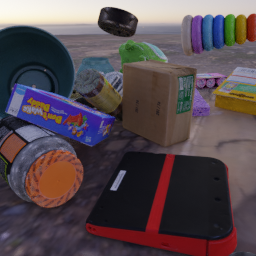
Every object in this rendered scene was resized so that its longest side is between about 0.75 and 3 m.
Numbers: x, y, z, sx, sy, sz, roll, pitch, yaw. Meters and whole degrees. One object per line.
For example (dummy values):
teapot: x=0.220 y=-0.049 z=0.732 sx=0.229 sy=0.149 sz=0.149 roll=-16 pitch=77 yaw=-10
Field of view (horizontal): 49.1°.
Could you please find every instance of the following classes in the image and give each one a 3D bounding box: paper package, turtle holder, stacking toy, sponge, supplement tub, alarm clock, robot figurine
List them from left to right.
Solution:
supplement tub: x=-1.781 y=0.569 z=5.251 sx=1.234 sy=1.234 sz=2.014 roll=-18 pitch=30 yaw=-37
robot figurine: x=-0.558 y=-1.635 z=10.699 sx=0.977 sy=1.467 sz=1.730 roll=-49 pitch=16 yaw=-2
alarm clock: x=-0.371 y=-3.526 z=9.619 sx=1.327 sy=0.655 sz=1.968 roll=14 pitch=5 yaw=-7
turtle holder: x=0.621 y=-2.960 z=12.827 sx=1.824 sy=1.951 sz=2.568 roll=-19 pitch=27 yaw=-35
paper package: x=0.766 y=-0.715 z=7.444 sx=1.004 sy=1.941 sz=1.850 roll=-18 pitch=30 yaw=-37
sponge: x=1.998 y=-1.007 z=10.185 sx=1.382 sy=0.370 sz=2.478 roll=0 pitch=22 yaw=1
stacking toy: x=2.285 y=-2.110 z=6.120 sx=2.118 sy=0.904 sz=0.904 roll=2 pitch=22 yaw=22

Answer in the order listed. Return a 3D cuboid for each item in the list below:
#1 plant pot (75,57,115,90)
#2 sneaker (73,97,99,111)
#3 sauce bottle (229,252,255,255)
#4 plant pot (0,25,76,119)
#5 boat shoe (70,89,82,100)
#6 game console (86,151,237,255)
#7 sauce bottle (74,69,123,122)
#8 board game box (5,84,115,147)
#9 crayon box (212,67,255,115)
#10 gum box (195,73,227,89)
plant pot: x=-1.411 y=-2.410 z=12.375 sx=1.952 sy=1.308 sz=1.952 roll=0 pitch=23 yaw=0
sneaker: x=-1.414 y=-0.727 z=9.311 sx=1.119 sy=0.734 sz=1.945 roll=7 pitch=14 yaw=39
sauce bottle: x=0.831 y=2.082 z=2.040 sx=0.880 sy=0.880 sz=2.719 roll=8 pitch=24 yaw=19
plant pot: x=-3.026 y=-1.432 z=8.695 sx=2.811 sy=2.811 sz=1.883 roll=-4 pitch=-4 yaw=-9
boat shoe: x=-1.797 y=-1.225 z=10.356 sx=1.929 sy=0.640 sz=0.714 roll=-3 pitch=23 yaw=-7
game console: x=0.705 y=1.162 z=5.040 sx=2.228 sy=0.391 sz=2.520 roll=2 pitch=22 yaw=15
sauce bottle: x=-0.602 y=-0.789 z=7.752 sx=0.760 sy=0.760 sz=2.348 roll=10 pitch=-14 yaw=23
board game box: x=-1.288 y=-0.288 z=6.352 sx=1.739 sy=0.579 sz=2.587 roll=22 pitch=3 yaw=2
crayon box: x=4.310 y=-1.274 z=9.918 sx=1.835 sy=0.753 sz=2.919 roll=17 pitch=36 yaw=31
gum box: x=3.643 y=-2.167 z=12.832 sx=1.496 sy=0.495 sz=0.849 roll=-6 pitch=23 yaw=-14
